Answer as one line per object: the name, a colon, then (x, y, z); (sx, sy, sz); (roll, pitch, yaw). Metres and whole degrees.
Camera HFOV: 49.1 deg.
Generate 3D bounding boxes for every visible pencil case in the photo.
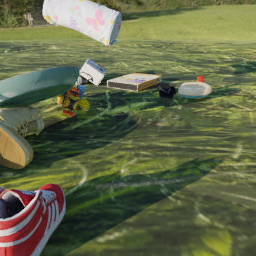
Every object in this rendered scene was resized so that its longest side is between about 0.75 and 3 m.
pencil case: (-1.600, -3.911, 9.917); (2.759, 1.251, 1.147); (22, 24, 5)

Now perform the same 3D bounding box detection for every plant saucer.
plant saucer: (-2.634, -0.955, 7.503); (2.928, 0.401, 2.928); (-18, 4, 1)

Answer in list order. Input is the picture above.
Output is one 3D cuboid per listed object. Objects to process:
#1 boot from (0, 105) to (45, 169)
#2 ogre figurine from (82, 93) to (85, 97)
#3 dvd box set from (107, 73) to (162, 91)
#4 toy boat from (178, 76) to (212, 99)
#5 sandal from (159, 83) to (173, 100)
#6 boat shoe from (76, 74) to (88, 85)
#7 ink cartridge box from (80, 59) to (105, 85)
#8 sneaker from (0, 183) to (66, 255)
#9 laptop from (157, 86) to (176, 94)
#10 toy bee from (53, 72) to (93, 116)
boot: (-2.602, 0.082, 6.700); (2.263, 0.824, 1.759); (25, 20, 26)
ogre figurine: (-2.024, -1.276, 10.689); (0.564, 0.462, 0.941); (-25, 19, -25)
dvd box set: (0.343, -2.200, 13.210); (1.663, 0.334, 2.273); (13, 25, 30)
toy boat: (2.754, -1.514, 11.138); (1.292, 0.714, 1.537); (6, 30, 27)
sandal: (1.493, -1.526, 11.261); (0.537, 0.303, 1.414); (-2, 34, -2)
boat shoe: (-2.400, -2.547, 13.737); (0.575, 0.622, 1.684); (-4, 23, -25)
ink cartridge box: (-1.700, -2.731, 13.566); (1.057, 0.610, 1.456); (33, 17, -14)
sneaker: (-1.334, 1.042, 3.953); (0.631, 0.996, 1.771); (1, 21, 3)
laptop: (1.641, -1.572, 12.003); (0.706, 0.411, 0.796); (0, -4, -1)
toy bee: (-1.993, -0.997, 9.217); (1.474, 1.224, 2.251); (15, -11, -5)
